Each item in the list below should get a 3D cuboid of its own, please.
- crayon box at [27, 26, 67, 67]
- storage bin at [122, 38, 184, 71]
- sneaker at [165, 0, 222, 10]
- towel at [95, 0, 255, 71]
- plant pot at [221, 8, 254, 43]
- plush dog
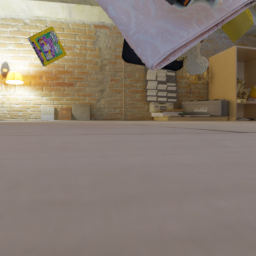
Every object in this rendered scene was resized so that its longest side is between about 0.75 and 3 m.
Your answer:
[{"bbox_3d":[-2.741,-2.780,9.570,0.910,1.054,0.307,-36,28,-23],"label":"crayon box"},{"bbox_3d":[1.026,-3.215,10.524,2.346,1.586,1.100,10,34,-1],"label":"storage bin"},{"bbox_3d":[0.733,-2.340,4.372,1.789,0.711,0.702,7,-1,-8],"label":"sneaker"},{"bbox_3d":[0.876,-2.949,6.094,2.768,2.898,0.467,-32,-25,-1],"label":"towel"},{"bbox_3d":[3.539,-3.546,9.124,0.816,0.926,0.925,-27,-50,37],"label":"plant pot"},{"bbox_3d":[1.310,-2.411,7.467,1.824,1.463,1.566,6,43,-2],"label":"plush dog"}]
